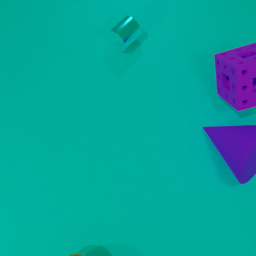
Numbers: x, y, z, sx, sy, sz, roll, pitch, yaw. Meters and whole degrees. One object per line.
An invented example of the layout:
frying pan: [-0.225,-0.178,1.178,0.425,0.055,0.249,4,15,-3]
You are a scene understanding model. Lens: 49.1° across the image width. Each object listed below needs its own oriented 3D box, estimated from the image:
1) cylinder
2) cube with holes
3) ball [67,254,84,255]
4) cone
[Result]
cylinder: [-0.106,-2.648,7.840,0.712,0.712,0.712,40,75,13]
cube with holes: [2.800,-1.223,6.566,1.076,1.076,1.076,-17,31,-2]
ball: [-1.081,2.998,5.609,0.875,0.875,0.875,0,71,0]
cone: [2.435,0.297,6.760,1.522,1.522,1.528,-46,51,-14]
